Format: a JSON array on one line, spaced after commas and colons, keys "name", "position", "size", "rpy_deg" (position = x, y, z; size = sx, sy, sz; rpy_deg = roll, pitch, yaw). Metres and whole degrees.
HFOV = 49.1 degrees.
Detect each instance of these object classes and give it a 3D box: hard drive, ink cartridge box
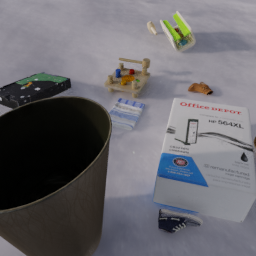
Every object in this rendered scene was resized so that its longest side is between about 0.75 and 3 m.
[{"name": "hard drive", "position": [-3.156, -1.260, 9.252], "size": [1.512, 0.409, 2.164], "rpy_deg": [17, 37, 30]}, {"name": "ink cartridge box", "position": [1.896, 0.611, 6.993], "size": [2.073, 1.197, 2.839], "rpy_deg": [9, 44, 10]}]

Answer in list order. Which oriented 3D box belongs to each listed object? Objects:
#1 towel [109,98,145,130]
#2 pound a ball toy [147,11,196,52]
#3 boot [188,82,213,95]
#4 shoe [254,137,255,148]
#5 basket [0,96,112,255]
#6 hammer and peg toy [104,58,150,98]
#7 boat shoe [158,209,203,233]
[{"name": "towel", "position": [-0.102, -0.479, 8.934], "size": [0.975, 0.158, 1.328], "rpy_deg": [15, 45, 15]}, {"name": "pound a ball toy", "position": [1.903, -4.193, 12.522], "size": [1.511, 0.984, 2.318], "rpy_deg": [-26, 43, 10]}, {"name": "boot", "position": [2.532, -1.311, 9.778], "size": [0.773, 0.296, 0.600], "rpy_deg": [-16, 49, -26]}, {"name": "shoe", "position": [4.418, 0.792, 7.330], "size": [2.241, 0.598, 0.783], "rpy_deg": [28, 87, 31]}, {"name": "basket", "position": [-1.369, 1.254, 5.096], "size": [1.934, 2.843, 2.564], "rpy_deg": [29, 49, 28]}, {"name": "hammer and peg toy", "position": [0.067, -1.876, 10.084], "size": [1.349, 0.647, 1.834], "rpy_deg": [15, 45, 18]}, {"name": "boat shoe", "position": [1.104, 2.097, 6.074], "size": [0.961, 0.359, 0.446], "rpy_deg": [7, 50, 17]}]
